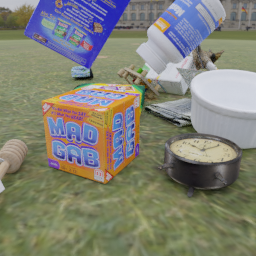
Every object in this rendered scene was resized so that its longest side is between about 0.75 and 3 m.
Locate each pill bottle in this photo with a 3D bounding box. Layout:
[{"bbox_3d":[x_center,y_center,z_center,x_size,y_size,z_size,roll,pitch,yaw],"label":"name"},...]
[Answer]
[{"bbox_3d":[1.199,-2.307,6.773,2.048,1.148,1.148,-43,19,11],"label":"pill bottle"}]

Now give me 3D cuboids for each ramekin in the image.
[{"bbox_3d":[2.870,-0.547,7.497,2.496,1.217,2.496,0,34,0],"label":"ramekin"}]

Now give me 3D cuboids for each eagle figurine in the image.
[{"bbox_3d":[3.210,-3.016,12.849,2.893,2.195,2.183,-19,15,-37],"label":"eagle figurine"}]

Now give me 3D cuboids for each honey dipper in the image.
[{"bbox_3d":[-2.436,1.040,5.071,0.533,0.533,2.807,-2,24,-4],"label":"honey dipper"}]

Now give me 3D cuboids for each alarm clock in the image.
[{"bbox_3d":[1.584,0.583,5.848,1.485,0.733,2.202,10,26,26],"label":"alarm clock"}]

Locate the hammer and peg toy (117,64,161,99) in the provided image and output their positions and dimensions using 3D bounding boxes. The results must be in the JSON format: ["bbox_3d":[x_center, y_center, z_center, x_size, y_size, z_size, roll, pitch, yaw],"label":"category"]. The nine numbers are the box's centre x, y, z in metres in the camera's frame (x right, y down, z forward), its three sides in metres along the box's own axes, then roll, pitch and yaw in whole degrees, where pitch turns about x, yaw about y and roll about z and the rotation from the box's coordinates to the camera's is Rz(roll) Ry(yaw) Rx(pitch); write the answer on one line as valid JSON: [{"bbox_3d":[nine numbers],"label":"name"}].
[{"bbox_3d":[0.439,-1.979,11.556,1.391,0.667,1.891,40,0,-39],"label":"hammer and peg toy"}]

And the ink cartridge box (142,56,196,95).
[{"bbox_3d":[1.729,-2.395,12.326,2.098,0.918,1.524,13,61,34],"label":"ink cartridge box"}]

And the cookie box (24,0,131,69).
[{"bbox_3d":[-1.186,-2.791,6.727,1.793,2.096,0.788,25,24,-28],"label":"cookie box"}]

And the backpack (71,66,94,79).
[{"bbox_3d":[-2.447,-2.926,14.853,1.101,0.846,0.898,-17,19,-3],"label":"backpack"}]

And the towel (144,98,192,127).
[{"bbox_3d":[1.909,-0.640,9.464,2.112,0.365,2.033,-13,25,-29],"label":"towel"}]

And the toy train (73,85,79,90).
[{"bbox_3d":[-0.995,-1.436,11.372,2.685,0.458,0.615,6,26,15],"label":"toy train"}]

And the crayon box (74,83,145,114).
[{"bbox_3d":[-0.721,-0.992,9.852,2.462,0.718,2.124,3,22,7],"label":"crayon box"}]

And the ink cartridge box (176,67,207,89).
[{"bbox_3d":[2.933,-1.541,9.751,1.852,0.573,2.284,20,-14,41],"label":"ink cartridge box"}]

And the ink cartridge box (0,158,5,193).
[{"bbox_3d":[-3.007,0.804,3.965,1.352,1.317,2.104,-7,21,22],"label":"ink cartridge box"}]

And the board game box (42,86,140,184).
[{"bbox_3d":[-0.735,0.044,6.137,1.503,1.505,1.504,11,24,27],"label":"board game box"}]
